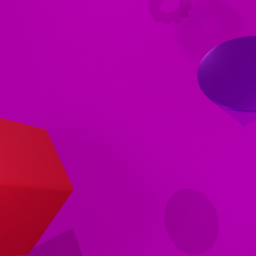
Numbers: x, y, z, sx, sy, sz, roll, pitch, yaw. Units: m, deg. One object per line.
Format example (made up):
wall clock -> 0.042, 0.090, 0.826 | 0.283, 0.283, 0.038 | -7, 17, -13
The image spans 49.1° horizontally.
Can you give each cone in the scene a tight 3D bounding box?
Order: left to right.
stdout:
cone -> 1.807, -0.405, 4.274 | 1.361, 1.366, 1.361 | -9, 55, 13

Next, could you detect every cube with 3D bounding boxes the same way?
cube -> -1.744, 0.739, 3.651 | 1.298, 1.298, 1.298 | -55, 46, 17
